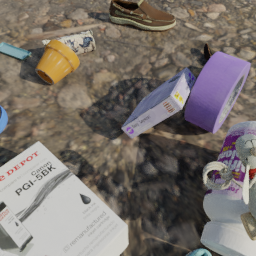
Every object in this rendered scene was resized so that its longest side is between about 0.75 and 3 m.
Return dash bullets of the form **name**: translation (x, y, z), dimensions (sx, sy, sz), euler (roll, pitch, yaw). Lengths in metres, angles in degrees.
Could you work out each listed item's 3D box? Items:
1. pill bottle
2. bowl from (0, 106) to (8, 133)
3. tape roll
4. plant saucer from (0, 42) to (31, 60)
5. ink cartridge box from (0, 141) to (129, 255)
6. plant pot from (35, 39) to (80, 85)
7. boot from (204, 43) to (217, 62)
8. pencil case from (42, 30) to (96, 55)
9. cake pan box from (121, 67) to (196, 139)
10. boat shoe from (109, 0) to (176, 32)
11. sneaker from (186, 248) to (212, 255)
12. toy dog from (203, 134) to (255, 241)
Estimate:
- **pill bottle**: translation (2.446, 1.292, 5.791), dimensions (1.489, 1.489, 2.652), euler (20, 65, 16)
- **bowl**: translation (-4.321, -0.205, 8.039), dimensions (1.591, 0.312, 1.591), euler (0, 49, 0)
- **tape roll**: translation (2.393, -0.931, 7.518), dimensions (0.862, 2.030, 2.030), euler (28, 55, 23)
- **plant saucer**: translation (-4.301, -2.854, 10.455), dimensions (1.428, 0.135, 0.499), euler (22, 53, 19)
- **ink cartridge box**: translation (-1.701, 1.914, 5.610), dimensions (2.851, 1.182, 2.093), euler (36, 59, 26)
- **plant pot**: translation (-2.390, -2.066, 9.190), dimensions (1.197, 1.197, 1.096), euler (25, 69, 20)
- **boot**: translation (3.091, -2.639, 10.148), dimensions (0.519, 0.400, 1.070), euler (2, 58, -11)
- **pencil case**: translation (-2.112, -3.017, 10.138), dimensions (1.829, 0.818, 0.711), euler (-17, 49, -13)
- **cake pan box**: translation (0.796, -0.648, 7.385), dimensions (0.483, 1.845, 1.699), euler (49, 38, -10)
- **boat shoe**: translation (0.566, -4.710, 11.438), dimensions (2.843, 1.052, 1.050), euler (10, 50, 8)
- **sneaker**: translation (0.912, 2.973, 4.922), dimensions (0.771, 0.858, 1.988), euler (25, 53, 20)
- **toy dog**: translation (2.083, 1.049, 4.238), dimensions (1.167, 0.853, 1.770), euler (-40, 99, 5)
